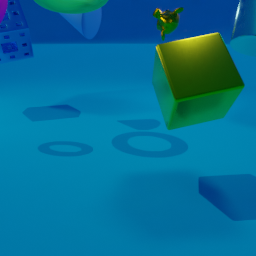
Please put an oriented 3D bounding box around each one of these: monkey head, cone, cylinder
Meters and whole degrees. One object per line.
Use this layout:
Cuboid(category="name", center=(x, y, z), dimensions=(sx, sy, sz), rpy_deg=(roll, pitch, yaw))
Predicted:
Cuboid(category="monkey head", center=(1.519, -4.292, 11.148), dimensions=(0.882, 1.463, 1.053), rpy_deg=(42, 16, 34))
Cuboid(category="cone", center=(-1.514, -3.205, 7.892), dimensions=(1.151, 1.147, 1.147), rpy_deg=(17, 23, 15))
Cuboid(category="cylinder", center=(3.335, -2.600, 6.776), dimensions=(1.394, 1.394, 1.394), rpy_deg=(13, 0, 0))

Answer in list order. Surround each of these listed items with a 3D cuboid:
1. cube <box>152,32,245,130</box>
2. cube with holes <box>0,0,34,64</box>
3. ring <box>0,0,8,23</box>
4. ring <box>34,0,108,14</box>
Cuboid(category="cube", center=(0.992, -0.685, 4.316), dimensions=(0.988, 0.988, 0.988), rpy_deg=(-12, -24, -5))
Cuboid(category="cube with holes", center=(-4.018, -3.140, 9.147), dimensions=(1.368, 1.368, 1.368), rpy_deg=(-17, -21, -18))
Cuboid(category="ring", center=(-3.023, -2.431, 5.964), dimensions=(1.238, 1.238, 0.248), rpy_deg=(14, -9, 36))
Cuboid(category="ring", center=(-1.266, -3.016, 6.180), dimensions=(1.786, 0.357, 1.786), rpy_deg=(-3, -1, 0))
